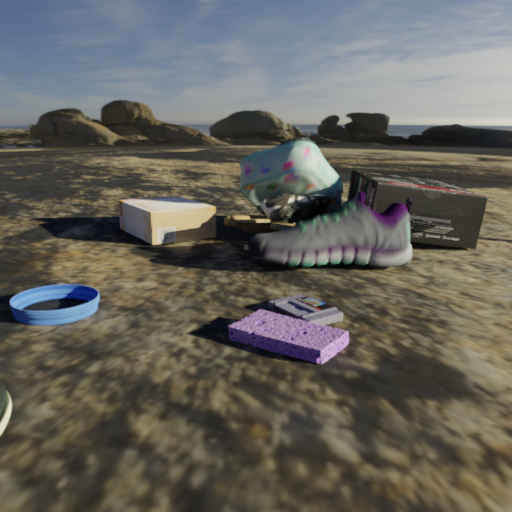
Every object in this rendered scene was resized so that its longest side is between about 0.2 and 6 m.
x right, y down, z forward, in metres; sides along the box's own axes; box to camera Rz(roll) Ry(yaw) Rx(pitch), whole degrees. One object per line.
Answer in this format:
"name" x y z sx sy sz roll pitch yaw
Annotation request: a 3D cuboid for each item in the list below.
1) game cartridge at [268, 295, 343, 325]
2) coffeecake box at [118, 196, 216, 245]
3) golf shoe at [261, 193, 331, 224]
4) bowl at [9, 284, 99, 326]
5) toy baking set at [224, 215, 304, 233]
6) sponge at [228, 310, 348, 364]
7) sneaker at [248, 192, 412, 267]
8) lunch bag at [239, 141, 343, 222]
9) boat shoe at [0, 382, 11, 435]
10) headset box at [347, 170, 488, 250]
"game cartridge" 0.683 0.758 7.856 0.623 0.185 0.961 -14 20 -32
"coffeecake box" -2.095 -0.872 13.004 1.569 0.747 2.044 -9 17 -31
"golf shoe" 0.906 -1.137 12.432 1.869 0.727 0.883 -13 41 -46
"bowl" -2.843 0.690 7.951 1.207 0.237 1.207 0 14 0
"toy baking set" 0.998 -0.524 12.139 3.340 0.389 2.563 1 10 -41
"sponge" 0.394 0.976 6.902 1.334 0.199 0.744 9 17 34
"sneaker" 1.353 -0.532 10.174 3.005 1.315 1.118 1 9 -8
"lunch bag" 0.907 -1.657 13.148 2.002 0.962 2.496 -15 -25 24
"boat shoe" -2.787 1.342 4.237 0.908 0.805 2.429 5 15 18
"headset box" 3.436 -1.078 12.453 2.320 1.204 3.118 6 15 -3
